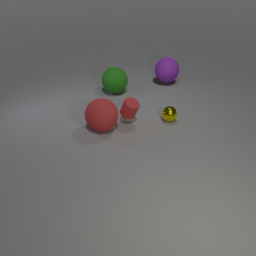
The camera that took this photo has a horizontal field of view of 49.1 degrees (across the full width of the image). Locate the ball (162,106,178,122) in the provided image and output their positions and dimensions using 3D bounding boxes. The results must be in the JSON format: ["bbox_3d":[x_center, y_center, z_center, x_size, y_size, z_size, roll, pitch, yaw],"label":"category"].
[{"bbox_3d":[1.858,-0.628,12.483,0.700,0.700,0.700,0,31,0],"label":"ball"}]

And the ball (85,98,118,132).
[{"bbox_3d":[-1.098,-0.546,11.659,1.400,1.400,1.400,0,31,0],"label":"ball"}]

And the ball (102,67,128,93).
[{"bbox_3d":[-0.702,-2.553,14.945,1.400,1.400,1.400,0,31,0],"label":"ball"}]

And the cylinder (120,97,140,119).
[{"bbox_3d":[0.078,-0.855,12.080,0.700,0.700,0.700,14,44,-14],"label":"cylinder"}]

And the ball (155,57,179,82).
[{"bbox_3d":[2.231,-3.322,16.003,1.400,1.400,1.400,0,31,0],"label":"ball"}]
